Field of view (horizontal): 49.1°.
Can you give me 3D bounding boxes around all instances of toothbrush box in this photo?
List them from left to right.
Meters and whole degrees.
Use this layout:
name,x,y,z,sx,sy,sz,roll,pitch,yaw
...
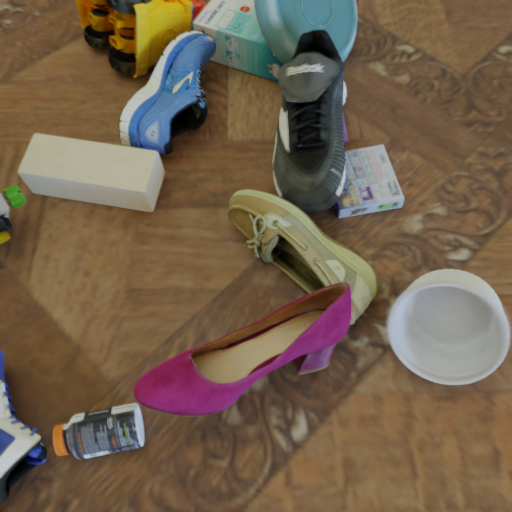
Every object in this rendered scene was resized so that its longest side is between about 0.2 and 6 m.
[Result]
name,x,y,z,sx,sy,sz,roll,pitch,yaw
toothbrush box,-0.059,-4.474,11.221,1.979,0.844,1.449,22,61,14

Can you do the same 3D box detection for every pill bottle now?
name,x,y,z,sx,sy,sz,roll,pitch,yaw
pill bottle,-2.043,2.295,7.268,1.085,0.576,0.576,-10,59,-6

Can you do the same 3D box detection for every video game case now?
name,x,y,z,sx,sy,sz,roll,pitch,yaw
video game case,1.800,-1.287,9.601,1.112,0.279,1.227,-9,59,-4

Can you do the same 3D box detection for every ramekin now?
name,x,y,z,sx,sy,sz,roll,pitch,yaw
ramekin,2.616,0.902,7.614,1.515,1.515,0.795,24,29,14

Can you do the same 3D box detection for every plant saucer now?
name,x,y,z,sx,sy,sz,roll,pitch,yaw
plant saucer,1.071,-4.717,10.645,2.512,2.512,0.344,-46,26,-24

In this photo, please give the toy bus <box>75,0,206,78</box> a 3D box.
name,x,y,z,sx,sy,sz,roll,pitch,yaw
toy bus,-2.215,-4.881,11.196,2.196,1.553,2.288,-29,60,-31

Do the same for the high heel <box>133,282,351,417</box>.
name,x,y,z,sx,sy,sz,roll,pitch,yaw
high heel,-0.115,1.059,7.100,2.918,1.402,0.984,-12,41,-30

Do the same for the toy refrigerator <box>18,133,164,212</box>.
name,x,y,z,sx,sy,sz,roll,pitch,yaw
toy refrigerator,-2.721,-1.377,9.420,2.161,0.756,0.820,9,66,6

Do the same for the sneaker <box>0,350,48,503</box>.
name,x,y,z,sx,sy,sz,roll,pitch,yaw
sneaker,-3.287,2.263,7.245,1.197,0.837,2.073,4,52,-13

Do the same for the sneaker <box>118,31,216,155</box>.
name,x,y,z,sx,sy,sz,roll,pitch,yaw
sneaker,-1.348,-2.919,10.285,1.237,1.090,2.775,24,69,4

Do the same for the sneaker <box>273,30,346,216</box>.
name,x,y,z,sx,sy,sz,roll,pitch,yaw
sneaker,0.854,-2.388,9.262,1.233,1.679,3.710,-1,53,14

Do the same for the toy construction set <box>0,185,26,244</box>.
name,x,y,z,sx,sy,sz,roll,pitch,yaw
toy construction set,-4.813,-1.132,8.137,2.317,3.015,2.514,-23,70,-19

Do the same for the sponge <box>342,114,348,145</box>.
name,x,y,z,sx,sy,sz,roll,pitch,yaw
sponge,1.403,-2.406,10.387,0.477,0.127,0.854,-4,59,-2

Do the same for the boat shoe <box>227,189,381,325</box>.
name,x,y,z,sx,sy,sz,roll,pitch,yaw
boat shoe,0.551,-0.024,8.473,2.710,0.988,0.853,38,60,12
